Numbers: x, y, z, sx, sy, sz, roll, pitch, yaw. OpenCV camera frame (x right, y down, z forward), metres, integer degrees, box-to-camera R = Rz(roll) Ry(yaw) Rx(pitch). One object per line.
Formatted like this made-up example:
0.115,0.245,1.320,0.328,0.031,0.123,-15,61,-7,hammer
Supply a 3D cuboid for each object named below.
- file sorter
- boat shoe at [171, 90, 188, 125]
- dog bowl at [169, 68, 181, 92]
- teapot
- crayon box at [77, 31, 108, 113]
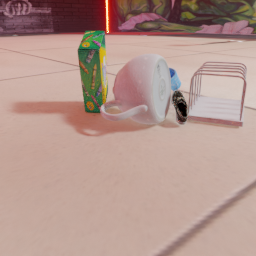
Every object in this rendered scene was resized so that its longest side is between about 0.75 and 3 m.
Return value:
2.706,-1.121,8.330,1.537,1.379,2.215,8,23,20,file sorter
1.449,-0.642,7.642,0.403,0.363,1.141,-1,55,-7,boat shoe
0.875,-1.402,9.350,1.946,0.482,1.085,-33,43,-17,dog bowl
0.239,-1.012,7.595,1.482,2.003,2.029,2,-8,23,teapot
-0.991,-1.641,8.332,0.610,2.094,1.244,2,41,2,crayon box
